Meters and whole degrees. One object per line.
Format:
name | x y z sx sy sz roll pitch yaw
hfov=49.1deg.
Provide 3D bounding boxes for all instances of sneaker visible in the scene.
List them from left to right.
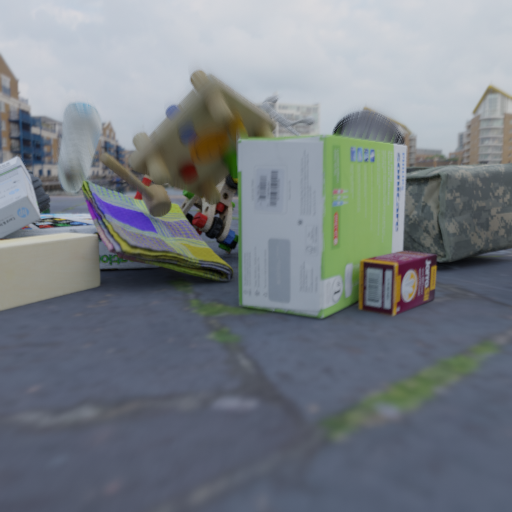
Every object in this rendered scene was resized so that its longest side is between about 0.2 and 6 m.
sneaker | -3.620 -2.198 11.459 0.777 2.031 0.820 6 50 -19

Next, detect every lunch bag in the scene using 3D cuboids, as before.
lunch bag | 3.098 -0.831 10.682 2.476 1.775 3.019 -9 6 -34

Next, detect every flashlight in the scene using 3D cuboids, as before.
flashlight | -4.896 -0.662 9.926 2.398 0.812 0.815 -35 60 -30

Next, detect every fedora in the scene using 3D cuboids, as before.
fedora | 2.409 -2.307 12.490 1.650 0.842 1.865 19 -29 8

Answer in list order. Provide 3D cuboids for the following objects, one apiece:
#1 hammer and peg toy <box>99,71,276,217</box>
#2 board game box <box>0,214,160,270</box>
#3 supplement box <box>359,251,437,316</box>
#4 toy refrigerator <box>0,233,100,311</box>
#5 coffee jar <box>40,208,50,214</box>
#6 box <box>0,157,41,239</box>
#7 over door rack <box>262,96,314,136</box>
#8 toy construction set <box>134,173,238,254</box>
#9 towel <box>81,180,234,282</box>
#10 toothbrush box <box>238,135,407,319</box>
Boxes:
hammer and peg toy | -0.997 -1.409 8.166 2.421 0.854 1.780 -41 -28 19
board game box | -3.334 -0.359 10.846 2.605 0.714 4.127 -2 8 -14
supplement box | 1.695 0.299 6.648 0.463 0.597 1.082 8 12 41
toy refrigerator | -2.910 0.168 7.065 0.689 0.747 1.969 4 9 27
coffee jar | -6.680 -1.093 15.379 1.088 0.890 2.087 9 10 10
box | -4.395 -0.750 8.861 1.739 0.459 2.230 -29 32 -12
over door rack | 0.781 -1.974 12.264 2.019 2.733 0.910 -40 12 48
toy construction set | -1.033 -1.213 10.353 2.115 1.625 1.764 23 -6 -5
towel | -1.572 -0.429 8.595 1.910 0.303 2.660 14 19 -33
toothbrush box | 0.962 -0.476 7.216 1.166 1.973 2.710 5 10 33
